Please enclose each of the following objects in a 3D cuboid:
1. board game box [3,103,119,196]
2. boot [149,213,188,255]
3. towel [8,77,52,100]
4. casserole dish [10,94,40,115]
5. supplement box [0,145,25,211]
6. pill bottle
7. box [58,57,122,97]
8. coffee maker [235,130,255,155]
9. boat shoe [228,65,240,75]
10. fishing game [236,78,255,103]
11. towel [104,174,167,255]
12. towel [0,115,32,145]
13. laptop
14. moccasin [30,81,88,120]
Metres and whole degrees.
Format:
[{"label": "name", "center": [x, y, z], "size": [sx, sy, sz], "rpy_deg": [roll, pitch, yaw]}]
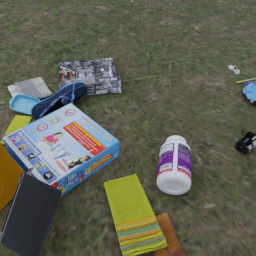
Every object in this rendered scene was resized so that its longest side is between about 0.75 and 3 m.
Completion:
[{"label": "board game box", "center": [-2.347, 0.679, 9.967], "size": [2.904, 0.829, 2.966], "rpy_deg": [-32, 52, -30]}, {"label": "boot", "center": [0.577, 3.263, 7.327], "size": [1.945, 0.707, 2.066], "rpy_deg": [-14, 44, -14]}, {"label": "towel", "center": [-4.556, -1.768, 12.963], "size": [1.683, 0.302, 1.748], "rpy_deg": [-22, 47, -22]}, {"label": "casserole dish", "center": [-4.352, -0.962, 11.949], "size": [1.360, 0.264, 0.824], "rpy_deg": [15, 63, 4]}, {"label": "supplement box", "center": [-4.592, 1.061, 8.386], "size": [2.253, 2.223, 1.496], "rpy_deg": [27, 62, 25]}, {"label": "pill bottle", "center": [1.553, 1.167, 9.278], "size": [1.070, 1.070, 1.903], "rpy_deg": [7, 44, 7]}, {"label": "box", "center": [-1.856, -2.433, 13.365], "size": [2.816, 0.701, 2.221], "rpy_deg": [-8, 44, -8]}, {"label": "coffee maker", "center": [4.365, 0.534, 10.418], "size": [0.819, 0.552, 0.787], "rpy_deg": [-28, 31, -28]}, {"label": "boat shoe", "center": [5.448, -3.043, 14.332], "size": [0.283, 0.279, 0.798], "rpy_deg": [-13, 45, -13]}, {"label": "fishing game", "center": [6.277, -1.470, 12.574], "size": [2.139, 0.464, 2.987], "rpy_deg": [-16, 38, -16]}, {"label": "towel", "center": [0.105, 2.398, 8.213], "size": [1.199, 0.252, 2.786], "rpy_deg": [-10, 33, -11]}, {"label": "towel", "center": [-4.409, 0.089, 11.127], "size": [0.714, 0.150, 1.659], "rpy_deg": [6, 42, -1]}, {"label": "laptop", "center": [-2.449, 2.135, 7.239], "size": [1.114, 1.921, 1.799], "rpy_deg": [20, 86, -8]}, {"label": "moccasin", "center": [-2.726, -0.978, 11.762], "size": [2.606, 1.049, 0.889], "rpy_deg": [-37, 52, -15]}]
